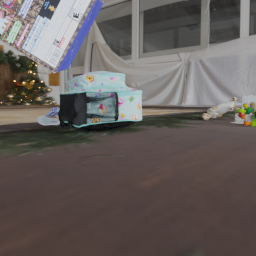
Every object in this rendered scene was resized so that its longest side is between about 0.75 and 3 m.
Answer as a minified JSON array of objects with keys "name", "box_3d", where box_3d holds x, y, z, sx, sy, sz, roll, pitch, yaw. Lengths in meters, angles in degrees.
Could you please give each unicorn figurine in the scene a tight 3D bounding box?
[{"name":"unicorn figurine","box_3d":[4.792,-0.914,13.762,2.477,0.915,1.701,-5,-5,4]}]

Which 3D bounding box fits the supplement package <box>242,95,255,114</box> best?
[{"name":"supplement package","box_3d":[6.394,-0.894,12.584,2.119,1.160,1.205,5,8,43]}]

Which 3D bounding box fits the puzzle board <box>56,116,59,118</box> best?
[{"name":"puzzle board","box_3d":[-2.125,-0.653,14.865,2.725,0.237,2.053,4,7,30]}]

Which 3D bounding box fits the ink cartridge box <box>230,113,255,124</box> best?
[{"name":"ink cartridge box","box_3d":[4.806,-0.373,11.212,0.723,0.415,1.234,-4,7,-32]}]

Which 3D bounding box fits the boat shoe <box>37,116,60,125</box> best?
[{"name":"boat shoe","box_3d":[-3.017,-0.234,10.732,0.932,0.335,0.289,9,-9,9]}]

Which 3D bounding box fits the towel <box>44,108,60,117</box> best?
[{"name":"towel","box_3d":[-3.235,-0.947,15.634,2.430,0.290,1.759,-5,-6,-31]}]

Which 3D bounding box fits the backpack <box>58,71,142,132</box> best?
[{"name":"backpack","box_3d":[-0.759,-0.803,8.781,2.426,1.860,2.132,4,-1,-29]}]

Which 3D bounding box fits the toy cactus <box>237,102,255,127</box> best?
[{"name":"toy cactus","box_3d":[4.753,-0.597,10.267,1.659,0.848,1.369,5,34,3]}]

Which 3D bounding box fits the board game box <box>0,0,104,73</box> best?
[{"name":"board game box","box_3d":[-2.296,-2.991,6.938,2.648,2.111,1.282,32,14,-7]}]
